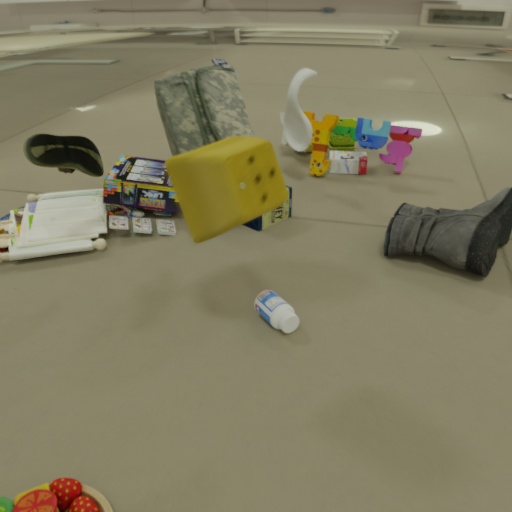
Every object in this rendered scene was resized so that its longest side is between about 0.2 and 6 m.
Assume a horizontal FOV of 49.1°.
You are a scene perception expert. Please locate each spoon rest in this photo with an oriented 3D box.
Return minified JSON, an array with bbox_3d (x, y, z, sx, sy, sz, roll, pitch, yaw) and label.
[{"bbox_3d":[1.069,-3.642,14.189,0.622,2.051,1.019,-18,39,-32],"label":"spoon rest"}]

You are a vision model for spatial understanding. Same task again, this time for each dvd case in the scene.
[{"bbox_3d":[-5.372,-0.881,13.360,1.270,0.111,0.906,10,30,18],"label":"dvd case"}]

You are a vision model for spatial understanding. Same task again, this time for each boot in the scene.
[{"bbox_3d":[4.284,-0.833,12.236,2.287,1.213,3.475,15,29,31],"label":"boot"}]

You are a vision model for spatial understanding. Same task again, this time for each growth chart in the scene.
[{"bbox_3d":[-4.599,-0.841,12.963,2.623,0.321,3.625,-4,28,-8],"label":"growth chart"}]

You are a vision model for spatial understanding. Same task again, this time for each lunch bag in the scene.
[{"bbox_3d":[-0.986,-2.737,11.235,1.695,2.020,1.408,-17,-4,-10],"label":"lunch bag"}]

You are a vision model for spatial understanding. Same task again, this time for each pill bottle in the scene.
[{"bbox_3d":[0.366,0.976,9.661,0.472,0.472,0.840,-16,34,-26],"label":"pill bottle"}]

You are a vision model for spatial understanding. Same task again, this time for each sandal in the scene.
[{"bbox_3d":[-3.670,-1.915,10.677,0.548,0.762,1.919,-15,-9,30],"label":"sandal"}]

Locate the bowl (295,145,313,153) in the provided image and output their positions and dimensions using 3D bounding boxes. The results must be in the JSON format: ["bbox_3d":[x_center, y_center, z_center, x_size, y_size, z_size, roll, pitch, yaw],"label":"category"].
[{"bbox_3d":[1.367,-3.614,17.631,0.589,1.095,1.095,-43,31,10],"label":"bowl"}]

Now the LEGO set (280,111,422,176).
[{"bbox_3d":[2.373,-3.065,15.957,4.172,1.712,1.591,12,10,20],"label":"LEGO set"}]

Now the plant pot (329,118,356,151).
[{"bbox_3d":[2.745,-3.860,17.930,0.948,0.860,0.943,-1,30,-1],"label":"plant pot"}]

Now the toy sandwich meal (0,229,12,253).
[{"bbox_3d":[-5.858,-0.251,11.881,1.289,0.441,1.289,0,29,0],"label":"toy sandwich meal"}]

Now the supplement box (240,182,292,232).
[{"bbox_3d":[0.054,-1.268,13.358,1.160,0.779,1.159,25,38,37],"label":"supplement box"}]

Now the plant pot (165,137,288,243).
[{"bbox_3d":[-0.290,-0.980,7.681,1.240,1.240,1.094,-28,15,-34],"label":"plant pot"}]

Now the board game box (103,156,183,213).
[{"bbox_3d":[-2.657,-1.838,14.091,1.935,0.664,2.341,8,24,-6],"label":"board game box"}]

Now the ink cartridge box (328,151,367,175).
[{"bbox_3d":[2.665,-2.712,16.282,1.082,0.463,0.799,4,30,4],"label":"ink cartridge box"}]

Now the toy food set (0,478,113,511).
[{"bbox_3d":[-2.294,3.056,6.019,1.533,0.377,1.549,-16,34,-26],"label":"toy food set"}]

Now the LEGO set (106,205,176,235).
[{"bbox_3d":[-2.782,-0.916,13.361,1.499,0.492,2.006,4,28,-18],"label":"LEGO set"}]
